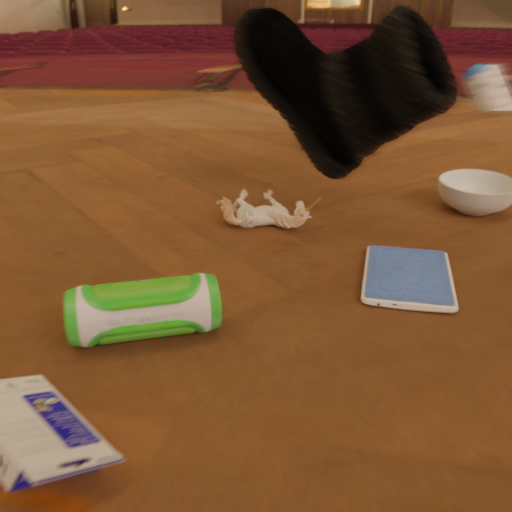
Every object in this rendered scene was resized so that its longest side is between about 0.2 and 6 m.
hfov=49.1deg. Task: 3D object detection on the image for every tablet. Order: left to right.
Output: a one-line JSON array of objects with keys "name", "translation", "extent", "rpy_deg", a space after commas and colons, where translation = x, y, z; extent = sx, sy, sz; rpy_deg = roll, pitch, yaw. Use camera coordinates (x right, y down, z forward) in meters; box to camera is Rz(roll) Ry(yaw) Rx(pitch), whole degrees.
[{"name": "tablet", "translation": [2.255, 0.301, 8.361], "extent": [1.280, 0.134, 1.967], "rpy_deg": [5, 24, 12]}]

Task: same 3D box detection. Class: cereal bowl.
[{"name": "cereal bowl", "translation": [4.326, -1.202, 11.041], "extent": [1.459, 0.608, 1.459], "rpy_deg": [-1, 29, 1]}]

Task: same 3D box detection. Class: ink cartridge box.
[{"name": "ink cartridge box", "translation": [-1.971, 1.596, 4.988], "extent": [0.842, 0.332, 1.694], "rpy_deg": [5, 13, -46]}, {"name": "ink cartridge box", "translation": [4.099, -2.874, 9.837], "extent": [0.544, 0.938, 0.318], "rpy_deg": [-7, -18, -22]}]

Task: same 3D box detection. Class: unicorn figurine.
[{"name": "unicorn figurine", "translation": [0.227, -0.831, 10.398], "extent": [1.765, 0.652, 1.212], "rpy_deg": [-17, 36, -3]}]

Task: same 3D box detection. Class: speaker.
[{"name": "speaker", "translation": [-1.362, 0.651, 6.826], "extent": [1.801, 0.796, 0.796], "rpy_deg": [-6, 25, -13]}]

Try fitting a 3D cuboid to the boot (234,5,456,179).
[{"name": "boot", "translation": [1.298, -3.063, 8.627], "extent": [1.257, 3.341, 2.498], "rpy_deg": [-36, -1, -37]}]

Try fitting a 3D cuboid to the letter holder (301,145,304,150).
[{"name": "letter holder", "translation": [2.096, -3.429, 15.433], "extent": [1.509, 1.072, 0.759], "rpy_deg": [16, 29, 30]}]

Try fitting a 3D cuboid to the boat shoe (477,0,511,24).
[{"name": "boat shoe", "translation": [2.578, -2.551, 5.322], "extent": [1.735, 0.523, 0.656], "rpy_deg": [57, 11, 24]}]
